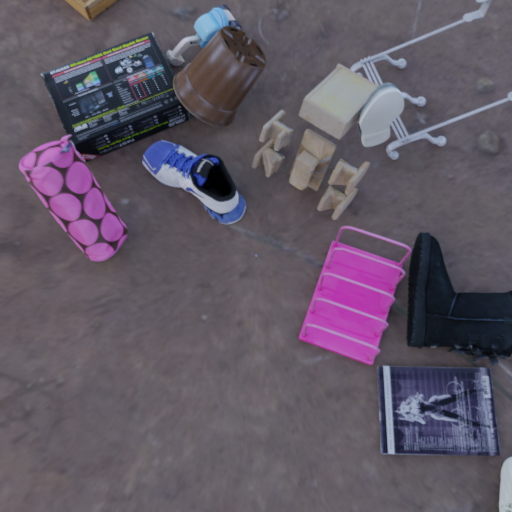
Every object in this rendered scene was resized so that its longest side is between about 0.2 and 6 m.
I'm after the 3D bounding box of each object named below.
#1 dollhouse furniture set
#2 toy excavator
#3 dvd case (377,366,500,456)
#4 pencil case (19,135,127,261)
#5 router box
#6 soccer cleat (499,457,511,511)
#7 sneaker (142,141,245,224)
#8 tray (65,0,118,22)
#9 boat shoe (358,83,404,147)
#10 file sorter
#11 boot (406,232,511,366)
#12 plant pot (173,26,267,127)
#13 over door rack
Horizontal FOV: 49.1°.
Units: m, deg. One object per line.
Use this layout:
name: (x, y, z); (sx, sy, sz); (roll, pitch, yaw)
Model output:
dollhouse furniture set: (1.298, -2.235, 10.620); (2.009, 2.187, 1.423); (34, 54, 11)
toy excavator: (-1.181, -4.710, 12.054); (1.343, 1.306, 0.671); (-18, 71, -35)
dvd case: (3.197, 2.734, 9.927); (2.034, 0.162, 1.513); (1, 72, 0)
pencil case: (-3.204, -1.013, 10.186); (1.020, 2.247, 1.053); (2, 44, 31)
router box: (-2.872, -3.285, 11.579); (2.509, 0.780, 1.880); (-24, 73, -8)
soccer cleat: (4.192, 4.798, 8.821); (1.187, 1.060, 3.060); (-5, 75, 1)
sneaker: (-1.145, -1.647, 10.768); (2.264, 1.307, 0.915); (36, 74, 11)
tray: (-4.270, -6.691, 12.862); (2.770, 0.513, 1.366); (42, 76, 12)
boat shoe: (2.033, -2.492, 9.566); (0.709, 1.946, 0.601); (-14, 78, 3)
file sorter: (1.790, 0.678, 10.019); (1.413, 1.275, 2.034); (19, 73, 7)
boot: (3.775, 0.770, 10.217); (1.884, 0.851, 2.299); (5, 79, 4)
plant pot: (-0.632, -3.575, 11.021); (1.465, 1.450, 1.465); (25, 45, -28)
over door rack: (3.720, -3.512, 11.409); (3.022, 1.007, 2.233); (-25, 72, 14)
